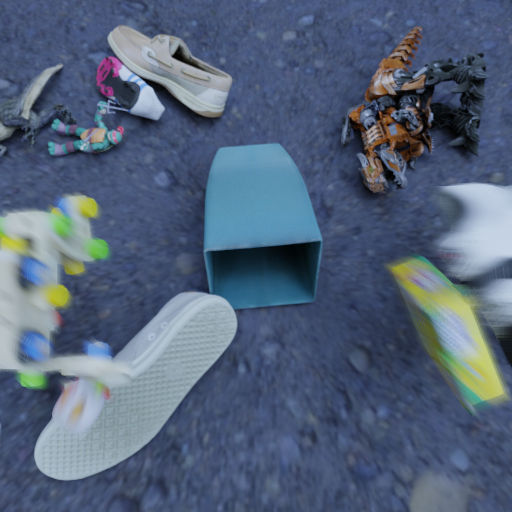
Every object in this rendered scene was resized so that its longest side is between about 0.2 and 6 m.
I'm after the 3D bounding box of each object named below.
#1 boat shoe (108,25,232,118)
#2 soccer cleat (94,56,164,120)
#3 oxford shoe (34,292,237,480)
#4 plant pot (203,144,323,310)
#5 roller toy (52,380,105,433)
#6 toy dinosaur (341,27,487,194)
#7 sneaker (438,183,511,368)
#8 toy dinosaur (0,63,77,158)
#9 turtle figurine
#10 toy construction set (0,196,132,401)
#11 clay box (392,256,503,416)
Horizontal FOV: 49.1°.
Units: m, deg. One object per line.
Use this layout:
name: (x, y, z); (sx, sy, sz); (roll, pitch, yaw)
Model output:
boat shoe: (-1.639, -3.761, 10.742); (2.812, 0.913, 1.015); (38, 36, 15)
soccer cleat: (-2.467, -3.184, 10.858); (0.707, 0.874, 2.024); (-53, 48, 14)
oxford shoe: (-1.708, 1.804, 8.115); (3.396, 1.277, 0.981); (-44, 31, -12)
plant pot: (-0.005, -0.606, 8.965); (1.655, 1.656, 2.343); (-5, 55, -3)
roller toy: (-1.762, 1.478, 5.519); (0.348, 0.454, 0.498); (42, 31, -20)
toy dinosaur: (2.800, -2.806, 10.123); (2.449, 1.843, 3.608); (3, 84, 19)
sneaker: (3.019, 0.267, 7.386); (1.262, 1.057, 2.852); (7, 57, -14)
toy dinosaur: (-4.287, -2.587, 10.433); (1.415, 0.762, 3.210); (21, 61, 24)
turtle figurine: (-3.026, -2.208, 10.255); (1.474, 0.742, 1.104); (-4, 51, 14)
toy construction set: (-2.200, 0.482, 6.145); (1.110, 1.580, 2.410); (-16, 84, 13)
clay box: (2.201, 0.839, 6.549); (0.504, 2.119, 1.217); (-24, 100, 7)
